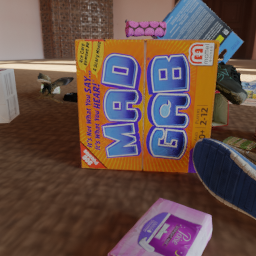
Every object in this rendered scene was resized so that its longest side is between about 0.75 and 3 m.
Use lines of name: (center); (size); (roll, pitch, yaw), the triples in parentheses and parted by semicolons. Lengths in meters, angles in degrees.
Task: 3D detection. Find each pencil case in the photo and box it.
pencil case: (0.455, -2.611, 7.419); (1.071, 0.486, 0.502); (-1, -3, -11)

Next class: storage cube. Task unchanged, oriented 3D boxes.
storage cube: (2.665, -0.682, 9.762); (1.136, 1.328, 1.194); (-6, 12, -16)

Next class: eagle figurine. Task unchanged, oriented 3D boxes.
eagle figurine: (-3.807, -2.149, 14.002); (1.548, 1.556, 2.051); (-28, 33, 38)

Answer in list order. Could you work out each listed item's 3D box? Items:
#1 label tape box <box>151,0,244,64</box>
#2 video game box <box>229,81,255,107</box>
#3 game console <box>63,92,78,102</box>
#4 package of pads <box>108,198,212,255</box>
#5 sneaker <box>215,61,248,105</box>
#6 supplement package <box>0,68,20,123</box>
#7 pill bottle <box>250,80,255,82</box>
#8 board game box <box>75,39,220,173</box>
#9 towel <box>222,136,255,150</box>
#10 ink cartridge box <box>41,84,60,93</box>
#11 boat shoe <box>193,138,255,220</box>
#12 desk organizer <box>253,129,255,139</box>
label tape box: (2.127, -2.795, 8.779); (2.318, 1.672, 0.734); (38, 7, -12)
video game box: (5.712, -1.710, 13.562); (1.764, 0.453, 1.937); (8, 35, 30)
game console: (-2.037, -1.730, 14.651); (1.530, 0.313, 2.595); (10, 22, 28)
package of pads: (0.500, 1.576, 3.757); (0.905, 0.568, 1.502); (10, 20, 30)
sneaker: (2.545, -1.258, 7.221); (0.782, 0.743, 1.972); (-43, 27, 11)
supplement package: (-5.516, -1.207, 10.378); (2.384, 1.856, 1.322); (-2, 18, -4)
pill bottle: (6.306, -2.056, 14.817); (1.266, 0.703, 0.703); (-18, 20, -7)
board game box: (0.483, -0.813, 7.358); (2.923, 2.922, 2.924); (2, 18, 5)
towel: (3.266, 0.434, 8.169); (0.835, 0.098, 0.637); (14, 22, 41)
ink cartridge box: (-4.524, -2.286, 16.308); (1.045, 0.344, 1.436); (-5, 18, -15)
boat shoe: (2.351, 1.014, 5.085); (1.025, 1.023, 2.833); (-4, 27, -29)
desk organizer: (4.370, 0.186, 7.366); (0.963, 1.034, 2.685); (0, 18, 0)
